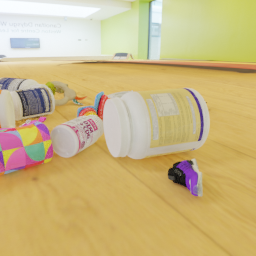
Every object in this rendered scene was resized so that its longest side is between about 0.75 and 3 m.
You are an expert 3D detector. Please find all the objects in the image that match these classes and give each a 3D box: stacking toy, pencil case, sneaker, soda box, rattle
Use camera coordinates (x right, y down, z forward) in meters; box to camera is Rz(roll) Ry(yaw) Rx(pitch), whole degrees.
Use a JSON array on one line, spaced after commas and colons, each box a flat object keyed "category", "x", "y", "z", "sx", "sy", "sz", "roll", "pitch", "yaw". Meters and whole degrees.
[{"category": "stacking toy", "x": -1.338, "y": -0.236, "z": 10.577, "sx": 0.756, "sy": 0.800, "sz": 1.378, "roll": -11, "pitch": 32, "yaw": -30}, {"category": "pencil case", "x": -3.332, "y": 0.580, "z": 6.912, "sx": 2.929, "sy": 1.295, "sz": 1.295, "roll": -16, "pitch": 24, "yaw": -41}, {"category": "sneaker", "x": 1.280, "y": 1.145, "z": 6.413, "sx": 0.730, "sy": 0.511, "sz": 1.469, "roll": -3, "pitch": 13, "yaw": 7}, {"category": "soda box", "x": -4.614, "y": -2.699, "z": 18.429, "sx": 0.595, "sy": 0.562, "sz": 1.756, "roll": -14, "pitch": 22, "yaw": -39}, {"category": "rattle", "x": -3.448, "y": -1.477, "z": 14.934, "sx": 2.241, "sy": 1.601, "sz": 1.459, "roll": 10, "pitch": 46, "yaw": -21}, {"category": "stacking toy", "x": -0.466, "y": -0.787, "z": 11.966, "sx": 1.919, "sy": 1.053, "sz": 1.114, "roll": 12, "pitch": 26, "yaw": 4}]

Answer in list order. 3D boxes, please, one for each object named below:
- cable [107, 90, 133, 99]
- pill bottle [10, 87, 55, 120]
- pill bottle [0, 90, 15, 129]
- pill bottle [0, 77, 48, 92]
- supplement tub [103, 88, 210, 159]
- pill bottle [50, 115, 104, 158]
[{"category": "cable", "x": -0.070, "y": -1.236, "z": 13.508, "sx": 2.122, "sy": 0.735, "sz": 2.122, "roll": -6, "pitch": 20, "yaw": -17}, {"category": "pill bottle", "x": -4.363, "y": -1.010, "z": 11.891, "sx": 2.224, "sy": 1.235, "sz": 1.235, "roll": -16, "pitch": 23, "yaw": -38}, {"category": "pill bottle", "x": -5.365, "y": -0.366, "z": 9.178, "sx": 2.918, "sy": 1.666, "sz": 1.666, "roll": -4, "pitch": 18, "yaw": -13}, {"category": "pill bottle", "x": -5.181, "y": -1.699, "z": 13.764, "sx": 2.596, "sy": 1.442, "sz": 1.442, "roll": 8, "pitch": 19, "yaw": 23}, {"category": "supplement tub", "x": 0.757, "y": -0.138, "z": 8.010, "sx": 2.606, "sy": 1.895, "sz": 1.895, "roll": -6, "pitch": 19, "yaw": -20}, {"category": "pill bottle", "x": -1.483, "y": 0.174, "z": 8.587, "sx": 0.968, "sy": 0.968, "sz": 1.708, "roll": 8, "pitch": 19, "yaw": 23}]
